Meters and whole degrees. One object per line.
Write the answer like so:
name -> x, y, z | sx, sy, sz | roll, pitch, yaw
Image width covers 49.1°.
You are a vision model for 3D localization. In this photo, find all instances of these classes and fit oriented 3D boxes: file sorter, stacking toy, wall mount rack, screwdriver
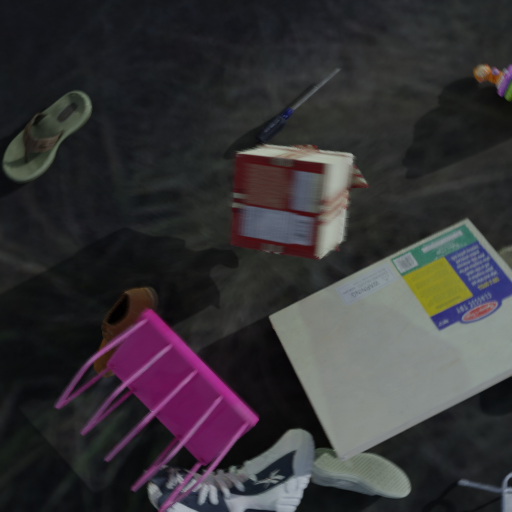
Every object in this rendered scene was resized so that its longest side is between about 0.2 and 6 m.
file sorter -> -1.624, 2.497, 8.774 | 2.465, 1.546, 1.713 | 44, 127, 5
stacking toy -> 5.066, -3.340, 10.902 | 1.666, 0.914, 0.967 | 27, 87, 15
wall mount rack -> 4.375, 4.606, 10.114 | 1.271, 0.545, 1.463 | 3, 84, -3
screwdriver -> 0.813, -3.007, 11.063 | 2.197, 0.306, 0.320 | -46, 54, -6

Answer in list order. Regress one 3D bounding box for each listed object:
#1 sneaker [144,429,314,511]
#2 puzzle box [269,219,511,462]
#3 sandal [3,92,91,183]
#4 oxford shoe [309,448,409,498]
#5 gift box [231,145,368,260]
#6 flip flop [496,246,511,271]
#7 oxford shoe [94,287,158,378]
sneaker -> -0.732, 4.033, 9.702 | 2.238, 1.373, 3.439 | 38, 95, -5
puzzle box -> 2.684, 1.353, 9.824 | 4.231, 0.538, 2.815 | -25, 56, -2
sandal -> -4.119, -2.386, 10.811 | 0.863, 0.620, 2.175 | 38, 85, 4
oxford shoe -> 1.823, 3.986, 10.172 | 1.945, 0.731, 0.562 | 15, 125, -6
gift box -> 0.769, -0.887, 9.477 | 1.949, 1.819, 1.798 | 14, 109, 16
flip flop -> 5.217, 1.151, 10.316 | 1.158, 0.822, 2.856 | -17, 84, -2
oxford shoe -> -2.542, 1.370, 10.093 | 0.703, 0.702, 1.970 | 40, 109, 33
